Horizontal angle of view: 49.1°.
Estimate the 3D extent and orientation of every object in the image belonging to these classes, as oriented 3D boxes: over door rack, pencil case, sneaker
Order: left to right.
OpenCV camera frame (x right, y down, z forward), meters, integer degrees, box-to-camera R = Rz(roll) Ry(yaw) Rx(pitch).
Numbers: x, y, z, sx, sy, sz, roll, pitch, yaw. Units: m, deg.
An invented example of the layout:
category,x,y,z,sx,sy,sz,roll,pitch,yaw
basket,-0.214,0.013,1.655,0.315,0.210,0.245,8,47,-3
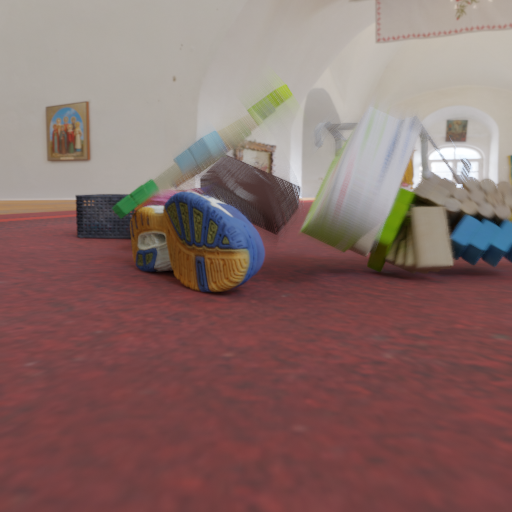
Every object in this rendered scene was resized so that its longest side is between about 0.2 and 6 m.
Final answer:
category,x,y,z,sx,sy,sz,roll,pitch,yaw
pencil case,-1.367,-0.868,10.762,1.075,1.028,2.484,-15,16,-33
sneaker,-0.585,-0.283,7.558,1.410,1.204,3.199,-5,9,-30
over door rack,2.001,-1.366,8.151,1.530,0.690,2.071,10,-5,42

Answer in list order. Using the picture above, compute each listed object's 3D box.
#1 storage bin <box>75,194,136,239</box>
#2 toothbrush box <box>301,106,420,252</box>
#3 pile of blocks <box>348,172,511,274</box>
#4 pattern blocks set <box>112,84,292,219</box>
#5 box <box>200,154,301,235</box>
category,x,y,z,sx,sy,sz,roll,pitch,yaw
storage bin,-3.065,-0.971,13.507,2.202,1.032,1.488,1,8,11
toothbrush box,1.172,-0.825,6.585,0.665,1.125,1.545,26,-15,-2
pile of blocks,2.710,-0.299,8.022,3.925,1.611,1.220,2,-27,5
pattern blocks set,-0.812,-1.697,9.348,3.439,0.317,3.913,-30,11,36
box,-0.092,-0.862,7.734,1.267,0.475,0.635,26,52,17
